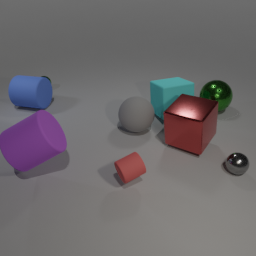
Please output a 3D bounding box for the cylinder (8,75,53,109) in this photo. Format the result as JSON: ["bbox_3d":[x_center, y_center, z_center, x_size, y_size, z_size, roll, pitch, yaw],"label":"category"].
[{"bbox_3d":[-4.381,-1.630,12.681,1.400,1.400,1.400,7,31,14],"label":"cylinder"}]

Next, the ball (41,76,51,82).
[{"bbox_3d":[-4.325,-2.339,14.489,0.700,0.700,0.700,0,31,0],"label":"ball"}]

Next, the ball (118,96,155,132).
[{"bbox_3d":[0.326,-0.527,10.844,1.400,1.400,1.400,0,31,0],"label":"ball"}]

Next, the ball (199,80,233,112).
[{"bbox_3d":[3.867,-1.408,12.331,1.400,1.400,1.400,0,31,0],"label":"ball"}]

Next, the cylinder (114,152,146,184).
[{"bbox_3d":[0.062,1.147,8.129,0.700,0.700,0.700,-26,37,-15],"label":"cylinder"}]

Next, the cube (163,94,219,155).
[{"bbox_3d":[2.205,-0.173,9.812,1.400,1.400,1.400,18,43,32],"label":"cube"}]

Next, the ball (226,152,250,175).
[{"bbox_3d":[3.442,1.115,8.805,0.700,0.700,0.700,0,31,0],"label":"ball"}]

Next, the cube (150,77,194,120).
[{"bbox_3d":[1.850,-1.276,11.891,1.400,1.400,1.400,-11,23,-16],"label":"cube"}]

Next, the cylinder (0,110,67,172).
[{"bbox_3d":[-2.797,0.382,8.361,1.400,1.400,1.400,-28,30,9],"label":"cylinder"}]
